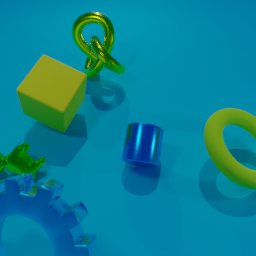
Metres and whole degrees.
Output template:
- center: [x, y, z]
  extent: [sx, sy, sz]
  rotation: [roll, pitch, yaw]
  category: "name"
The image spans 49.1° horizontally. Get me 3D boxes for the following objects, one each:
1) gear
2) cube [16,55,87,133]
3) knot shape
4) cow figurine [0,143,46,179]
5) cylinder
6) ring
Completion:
- center: [-1.529, 1.764, 4.203]
  extent: [2.092, 2.092, 0.387]
  rotation: [10, 7, 10]
  category: "gear"
- center: [-1.779, -0.792, 6.732]
  extent: [1.150, 1.150, 1.150]
  rotation: [26, 63, 0]
  category: "cube"
- center: [-0.924, -2.195, 8.239]
  extent: [0.905, 1.833, 1.959]
  rotation: [-29, 88, -28]
  category: "knot shape"
- center: [-2.462, 0.807, 6.021]
  extent: [1.071, 0.588, 1.054]
  rotation: [43, 94, -3]
  category: "cow figurine"
- center: [0.323, 0.382, 6.104]
  extent: [0.818, 0.818, 0.818]
  rotation: [8, 76, 7]
  category: "cylinder"
- center: [2.443, 0.386, 5.905]
  extent: [1.863, 0.373, 1.863]
  rotation: [11, 56, -17]
  category: "ring"
